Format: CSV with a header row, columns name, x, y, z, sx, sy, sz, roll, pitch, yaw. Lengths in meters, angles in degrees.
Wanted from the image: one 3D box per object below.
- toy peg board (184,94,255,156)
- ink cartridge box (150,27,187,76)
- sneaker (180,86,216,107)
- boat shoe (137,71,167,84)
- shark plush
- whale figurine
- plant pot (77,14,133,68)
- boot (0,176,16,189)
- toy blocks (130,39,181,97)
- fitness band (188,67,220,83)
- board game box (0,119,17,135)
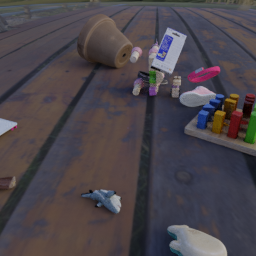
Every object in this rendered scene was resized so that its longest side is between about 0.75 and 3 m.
name,x,y,z,sx,sy,sz,roll,pitch,yaw
toy peg board,4.048,-0.557,10.711,2.761,1.356,2.772,20,36,29
ink cartridge box,1.421,-2.661,9.757,0.756,1.596,0.296,23,-10,-1
sneaker,3.097,-1.481,12.923,1.820,0.685,0.952,-4,32,-15
boat shoe,1.301,-2.747,15.204,1.720,0.490,0.575,13,33,21
shark plush,-0.745,1.914,7.547,1.218,0.553,0.507,13,64,13
whale figurine,1.418,2.663,6.094,1.209,0.789,1.520,6,5,-23
plant pot,-1.199,-5.009,17.138,2.603,2.985,2.985,37,44,21
boot,-3.806,1.716,7.957,1.074,0.345,1.001,3,33,-4
toy blocks,1.443,-2.924,13.780,2.418,2.260,2.036,4,36,12
fitness band,2.336,-1.645,8.660,0.745,0.194,1.037,-1,-12,-35
board game box,-5.407,0.096,10.735,1.618,0.209,1.619,12,33,21
